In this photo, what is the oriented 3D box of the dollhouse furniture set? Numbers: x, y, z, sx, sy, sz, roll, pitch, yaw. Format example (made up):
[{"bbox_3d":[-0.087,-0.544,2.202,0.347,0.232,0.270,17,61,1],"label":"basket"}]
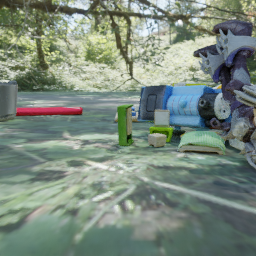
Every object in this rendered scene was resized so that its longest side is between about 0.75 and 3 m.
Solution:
[{"bbox_3d":[0.852,-0.040,5.410,2.050,0.792,1.025,2,10,16],"label":"dollhouse furniture set"}]

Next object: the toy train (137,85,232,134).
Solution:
[{"bbox_3d":[1.458,-0.440,6.395,1.459,1.107,2.554,7,0,-42],"label":"toy train"}]

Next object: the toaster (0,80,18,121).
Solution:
[{"bbox_3d":[-4.519,-0.902,9.155,1.167,1.327,2.055,2,8,16],"label":"toaster"}]

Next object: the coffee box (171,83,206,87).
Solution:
[{"bbox_3d":[2.936,-1.583,13.702,1.269,1.271,1.257,-4,10,-24],"label":"coffee box"}]

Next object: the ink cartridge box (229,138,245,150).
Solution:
[{"bbox_3d":[2.842,0.127,4.856,1.648,0.359,1.431,-12,10,-6],"label":"ink cartridge box"}]

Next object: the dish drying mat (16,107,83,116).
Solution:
[{"bbox_3d":[-3.289,-0.686,11.249,2.876,0.262,1.105,-1,10,-8],"label":"dish drying mat"}]

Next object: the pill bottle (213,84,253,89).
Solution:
[{"bbox_3d":[4.304,-1.253,11.764,1.234,1.234,2.188,-3,8,-16],"label":"pill bottle"}]

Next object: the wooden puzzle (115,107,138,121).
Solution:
[{"bbox_3d":[0.344,-0.493,9.637,1.534,0.383,1.656,0,9,1],"label":"wooden puzzle"}]

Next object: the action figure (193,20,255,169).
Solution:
[{"bbox_3d":[1.672,-0.466,4.301,0.805,2.321,1.510,-3,-26,-5],"label":"action figure"}]
